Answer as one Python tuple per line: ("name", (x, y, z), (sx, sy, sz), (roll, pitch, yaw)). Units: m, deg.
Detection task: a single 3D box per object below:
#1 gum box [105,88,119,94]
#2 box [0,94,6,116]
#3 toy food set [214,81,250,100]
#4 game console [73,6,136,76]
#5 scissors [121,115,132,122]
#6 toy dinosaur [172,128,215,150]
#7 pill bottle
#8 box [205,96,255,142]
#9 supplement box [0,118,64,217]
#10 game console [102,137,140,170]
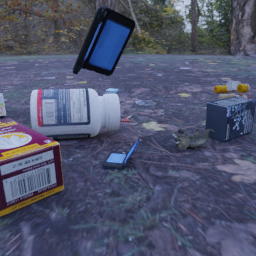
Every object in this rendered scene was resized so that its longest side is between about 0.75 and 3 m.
("gum box", (-1.012, -2.336, 17.705), (0.648, 0.170, 0.762), (6, 20, 17))
("box", (-6.355, -0.901, 12.062), (1.805, 1.015, 0.915), (-16, 16, -39))
("toy food set", (5.472, -1.704, 14.073), (1.128, 1.197, 2.507), (-4, 3, -13))
("game console", (-0.598, -2.218, 7.587), (1.046, 1.797, 1.581), (24, 22, -10))
("scissors", (-0.056, -0.428, 12.266), (0.355, 0.068, 0.971), (1, 20, 8))
("toy dinosaur", (2.140, 0.397, 9.274), (1.704, 0.656, 0.871), (1, 30, -16))
("pill bottle", (-1.826, -0.514, 9.945), (2.928, 1.751, 1.751), (-2, 19, -12))
("box", (3.727, -0.372, 10.222), (1.716, 1.274, 0.919), (-13, 23, -32))
("supplement box", (-3.065, 0.747, 6.961), (1.610, 1.250, 2.918), (-17, 25, -41))
("game console", (-0.179, 0.690, 8.111), (0.928, 0.643, 1.088), (5, 19, 11))
